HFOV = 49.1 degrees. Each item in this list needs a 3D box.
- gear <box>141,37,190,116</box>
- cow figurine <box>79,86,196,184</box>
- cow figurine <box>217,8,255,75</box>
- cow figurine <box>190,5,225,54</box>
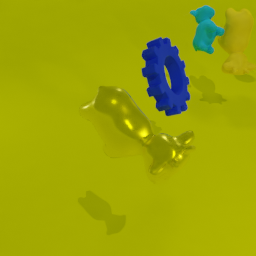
[{"bbox_3d":[0.767,-0.979,5.384,0.271,1.463,1.463,-12,27,34],"label":"gear"},{"bbox_3d":[0.066,0.029,2.458,0.537,0.979,0.963,-41,17,-25],"label":"cow figurine"},{"bbox_3d":[3.040,-2.342,7.760,0.919,1.674,1.647,2,41,-1],"label":"cow figurine"},{"bbox_3d":[2.134,-2.803,7.973,0.673,1.226,1.206,8,27,-36],"label":"cow figurine"}]
